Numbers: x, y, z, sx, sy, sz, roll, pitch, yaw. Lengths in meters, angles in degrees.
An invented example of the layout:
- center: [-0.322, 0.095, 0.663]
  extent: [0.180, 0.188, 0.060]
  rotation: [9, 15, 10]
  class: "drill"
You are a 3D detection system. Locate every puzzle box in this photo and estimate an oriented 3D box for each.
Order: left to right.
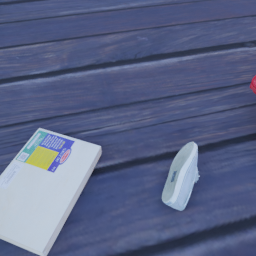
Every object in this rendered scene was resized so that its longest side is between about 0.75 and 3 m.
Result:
- center: [-2.048, 1.316, 6.692]
  extent: [1.913, 0.366, 2.876]
  rotation: [16, 49, 14]
  class: "puzzle box"

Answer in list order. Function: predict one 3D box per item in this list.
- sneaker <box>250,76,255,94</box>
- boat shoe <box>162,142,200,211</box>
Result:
- center: [3.978, -0.489, 7.567]
  extent: [1.613, 1.094, 2.791]
  rotation: [19, 69, 34]
  class: "sneaker"
- center: [1.355, 1.140, 6.653]
  extent: [0.604, 0.592, 1.697]
  rotation: [37, 62, -18]
  class: "boat shoe"
